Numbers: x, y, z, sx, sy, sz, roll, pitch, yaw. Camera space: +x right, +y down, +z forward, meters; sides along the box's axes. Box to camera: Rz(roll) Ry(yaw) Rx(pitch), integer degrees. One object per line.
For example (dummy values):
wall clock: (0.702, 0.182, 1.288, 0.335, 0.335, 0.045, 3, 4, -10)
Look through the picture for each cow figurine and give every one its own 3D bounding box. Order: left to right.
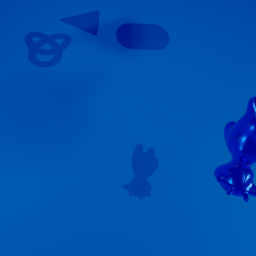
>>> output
cow figurine: (1.621, 0.303, 3.755, 0.648, 1.181, 1.162, 22, 44, -4)
